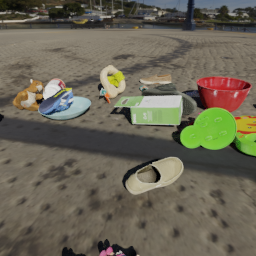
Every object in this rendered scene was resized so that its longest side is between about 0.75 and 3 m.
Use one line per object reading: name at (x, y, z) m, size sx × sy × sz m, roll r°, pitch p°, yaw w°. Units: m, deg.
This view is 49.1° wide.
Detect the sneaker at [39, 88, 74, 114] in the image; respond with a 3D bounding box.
sneaker at (-2.827, -0.977, 11.404) m, size 0.690 × 0.767 × 1.865 m, roll 8°, pitch 34°, yaw 29°

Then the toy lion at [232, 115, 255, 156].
toy lion at (4.236, 0.198, 9.173) m, size 2.476 × 0.887 × 2.583 m, roll 7°, pitch 25°, yaw 31°

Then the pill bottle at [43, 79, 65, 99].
pill bottle at (-3.501, -1.763, 13.284) m, size 0.839 × 0.839 × 1.532 m, roll -1°, pitch 25°, yaw -3°

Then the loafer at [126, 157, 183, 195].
loafer at (0.742, 1.136, 6.861) m, size 1.647 × 0.562 × 0.623 m, roll -21°, pitch 68°, yaw -26°

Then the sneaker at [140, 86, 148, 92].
sneaker at (0.804, -2.013, 14.526) m, size 0.303 × 0.270 × 0.757 m, roll -13°, pitch 28°, yaw -35°

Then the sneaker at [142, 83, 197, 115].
sneaker at (2.029, -1.360, 12.173) m, size 1.527 × 1.019 × 2.666 m, roll -29°, pitch 31°, yaw -36°

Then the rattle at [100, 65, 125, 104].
rattle at (-1.165, -1.878, 13.772) m, size 1.647 × 1.501 × 2.306 m, roll -11°, pitch 50°, yaw 32°

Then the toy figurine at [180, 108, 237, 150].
toy figurine at (2.594, -0.034, 9.550) m, size 1.777 × 1.334 × 1.635 m, roll -22°, pitch 8°, yaw 10°

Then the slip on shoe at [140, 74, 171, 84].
slip on shoe at (1.585, -2.815, 15.968) m, size 1.769 × 0.536 × 0.673 m, roll 6°, pitch 25°, yaw 12°

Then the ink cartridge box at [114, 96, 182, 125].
ink cartridge box at (0.806, -0.697, 10.626) m, size 2.412 × 0.715 × 1.252 m, roll 1°, pitch 25°, yaw 15°

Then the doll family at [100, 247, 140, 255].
doll family at (-0.325, 2.504, 4.324) m, size 0.942 × 0.684 × 1.518 m, roll 10°, pitch 8°, yaw 38°

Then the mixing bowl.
mixing bowl at (3.990, -1.344, 11.928) m, size 2.212 × 1.198 × 2.212 m, roll 0°, pitch 24°, yaw 0°

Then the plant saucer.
plant saucer at (-2.545, -0.745, 11.466) m, size 2.129 × 0.410 × 2.129 m, roll -4°, pitch 26°, yaw 2°

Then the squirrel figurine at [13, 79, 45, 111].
squirrel figurine at (-4.289, -1.461, 12.151) m, size 1.423 × 1.007 × 1.328 m, roll -16°, pitch 47°, yaw 35°

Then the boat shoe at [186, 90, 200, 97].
boat shoe at (3.342, -1.727, 13.845) m, size 0.952 × 0.311 × 0.350 m, roll 3°, pitch 25°, yaw 7°
